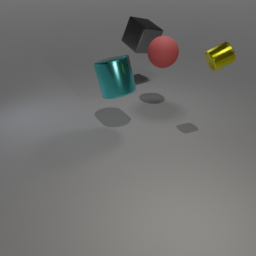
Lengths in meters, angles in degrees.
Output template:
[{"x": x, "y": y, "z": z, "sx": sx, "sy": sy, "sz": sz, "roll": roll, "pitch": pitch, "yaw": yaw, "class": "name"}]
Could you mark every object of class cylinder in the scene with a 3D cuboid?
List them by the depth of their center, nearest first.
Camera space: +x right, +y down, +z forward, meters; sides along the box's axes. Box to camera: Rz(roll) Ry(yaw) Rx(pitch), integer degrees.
[{"x": 2.929, "y": -2.272, "z": 8.933, "sx": 0.700, "sy": 0.700, "sz": 0.700, "roll": -26, "pitch": 30, "yaw": 3, "class": "cylinder"}, {"x": -0.499, "y": -2.016, "z": 11.017, "sx": 1.400, "sy": 1.400, "sz": 1.400, "roll": -12, "pitch": 20, "yaw": 4, "class": "cylinder"}]

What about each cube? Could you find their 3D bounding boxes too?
[{"x": 0.757, "y": -4.972, "z": 15.080, "sx": 1.400, "sy": 1.400, "sz": 1.400, "roll": -11, "pitch": 47, "yaw": -41, "class": "cube"}]

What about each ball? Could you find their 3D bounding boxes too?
[{"x": 1.576, "y": -3.405, "z": 12.588, "sx": 1.400, "sy": 1.400, "sz": 1.400, "roll": 0, "pitch": 29, "yaw": 0, "class": "ball"}]
